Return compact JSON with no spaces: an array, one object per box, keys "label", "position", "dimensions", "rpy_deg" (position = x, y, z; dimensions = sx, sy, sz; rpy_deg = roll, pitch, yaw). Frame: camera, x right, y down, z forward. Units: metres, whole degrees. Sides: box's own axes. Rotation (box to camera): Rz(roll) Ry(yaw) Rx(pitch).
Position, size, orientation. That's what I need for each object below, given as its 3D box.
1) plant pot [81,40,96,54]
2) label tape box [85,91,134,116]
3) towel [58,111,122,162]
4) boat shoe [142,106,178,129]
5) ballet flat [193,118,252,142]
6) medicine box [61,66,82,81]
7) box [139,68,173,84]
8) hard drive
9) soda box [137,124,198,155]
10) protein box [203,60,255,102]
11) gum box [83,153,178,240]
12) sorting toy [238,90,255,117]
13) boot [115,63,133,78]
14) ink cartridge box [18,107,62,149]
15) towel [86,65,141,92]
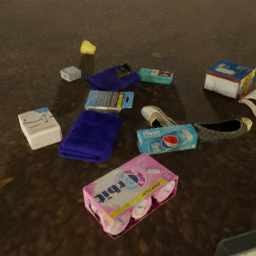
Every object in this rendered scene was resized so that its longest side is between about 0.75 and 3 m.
[{"label":"plant pot","position":[-2.434,-4.930,17.347],"dimensions":[0.725,0.771,0.771],"rpy_deg":[23,39,5]},{"label":"label tape box","position":[-0.747,-1.006,11.925],"dimensions":[1.923,0.609,1.387],"rpy_deg":[3,36,4]},{"label":"towel","position":[-1.309,0.195,10.254],"dimensions":[1.818,0.610,2.462],"rpy_deg":[6,36,9]},{"label":"boat shoe","position":[1.099,-0.306,10.901],"dimensions":[0.620,0.677,1.811],"rpy_deg":[-21,41,-35]},{"label":"ballet flat","position":[3.545,-0.011,10.423],"dimensions":[2.431,0.691,0.808],"rpy_deg":[-12,38,-12]},{"label":"medicine box","position":[-2.968,-2.849,14.662],"dimensions":[0.812,0.418,0.739],"rpy_deg":[-29,45,-34]},{"label":"box","position":[1.423,-2.679,14.430],"dimensions":[1.677,0.412,0.690],"rpy_deg":[9,37,13]},{"label":"hard drive","position":[2.962,2.633,5.737],"dimensions":[2.741,1.913,0.451],"rpy_deg":[-10,37,-14]},{"label":"soda box","position":[1.385,0.403,9.938],"dimensions":[2.021,0.648,0.685],"rpy_deg":[-7,36,-9]},{"label":"protein box","position":[4.779,-2.271,13.237],"dimensions":[1.675,1.130,1.663],"rpy_deg":[27,43,32]},{"label":"gum box","position":[0.044,1.812,7.832],"dimensions":[2.430,0.804,1.379],"rpy_deg":[-26,43,-32]},{"label":"sorting toy","position":[6.174,-1.254,12.027],"dimensions":[2.354,1.397,2.614],"rpy_deg":[-24,38,0]},{"label":"boot","position":[-0.280,-2.860,13.814],"dimensions":[0.785,0.395,1.050],"rpy_deg":[-18,35,-13]},{"label":"ink cartridge box","position":[-3.299,-0.026,10.520],"dimensions":[1.145,0.661,1.568],"rpy_deg":[-20,40,-26]},{"label":"towel","position":[-0.663,-2.332,13.898],"dimensions":[1.725,0.579,2.336],"rpy_deg":[34,47,28]}]
